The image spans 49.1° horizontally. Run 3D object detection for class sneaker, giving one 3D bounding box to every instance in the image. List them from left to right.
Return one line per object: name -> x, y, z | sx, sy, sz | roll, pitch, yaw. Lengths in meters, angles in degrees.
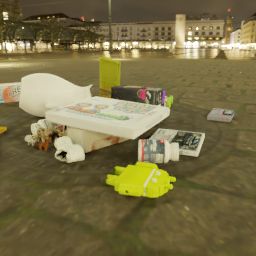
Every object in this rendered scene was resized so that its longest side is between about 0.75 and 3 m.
sneaker -> -1.768, 0.593, 7.670 | 0.645, 0.506, 1.298 | -18, 24, -37

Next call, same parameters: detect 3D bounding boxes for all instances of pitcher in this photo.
pitcher -> -2.839, -1.126, 11.399 | 2.935, 1.779, 2.518 | 5, 26, -20

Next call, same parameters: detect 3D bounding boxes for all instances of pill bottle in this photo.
pill bottle -> -2.726, -0.041, 9.512 | 1.017, 0.563, 0.563 | -16, 24, -41
pill bottle -> 0.789, 0.614, 7.358 | 1.035, 0.619, 0.619 | 1, 18, 2

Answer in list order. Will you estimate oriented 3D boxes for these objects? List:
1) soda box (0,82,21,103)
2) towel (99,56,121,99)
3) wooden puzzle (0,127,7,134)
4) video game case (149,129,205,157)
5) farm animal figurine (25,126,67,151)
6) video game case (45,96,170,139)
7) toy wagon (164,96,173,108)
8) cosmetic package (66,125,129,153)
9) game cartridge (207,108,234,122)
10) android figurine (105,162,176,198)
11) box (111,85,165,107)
soda box -> -5.648, -1.965, 15.002 | 2.850, 0.906, 0.975 | -11, 21, -30
towel -> -0.843, -2.025, 12.462 | 0.999, 2.320, 0.210 | 19, 45, 14
wooden puzzle -> -5.270, 0.209, 9.245 | 2.122, 0.248, 1.432 | 0, 13, -10
video game case -> 1.493, 0.410, 8.713 | 1.568, 0.201, 1.725 | 6, 18, 20
farm animal figurine -> -2.431, 0.216, 8.653 | 1.117, 0.589, 1.129 | 11, 21, 31
video game case -> -0.518, -0.433, 8.512 | 2.875, 0.341, 2.617 | 11, 21, 25
toy wagon -> 1.042, -1.192, 13.257 | 1.967, 0.502, 2.536 | 4, 19, 14
cosmetic package -> -0.887, 0.101, 8.684 | 1.808, 0.789, 0.935 | -14, 24, -38
game cartridge -> 3.912, -0.567, 11.726 | 0.916, 0.271, 1.414 | 4, 17, 25
android figurine -> 0.297, 1.143, 6.243 | 1.485, 0.305, 1.351 | 5, 18, 21
box -> 0.399, -1.068, 11.541 | 2.028, 1.240, 1.075 | 8, 15, 24
